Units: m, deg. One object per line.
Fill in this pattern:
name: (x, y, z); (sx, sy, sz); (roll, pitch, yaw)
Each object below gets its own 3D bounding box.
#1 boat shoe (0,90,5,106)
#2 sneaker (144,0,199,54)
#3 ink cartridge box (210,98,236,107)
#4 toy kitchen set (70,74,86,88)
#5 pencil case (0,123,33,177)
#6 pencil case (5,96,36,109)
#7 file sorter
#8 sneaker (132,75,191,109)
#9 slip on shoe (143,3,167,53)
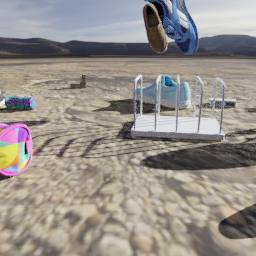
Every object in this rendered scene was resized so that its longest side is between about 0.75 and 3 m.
boat shoe: (-5.342, -1.103, 10.501); (0.940, 0.885, 2.617); (-1, 18, -9)
sneaker: (1.441, -3.564, 9.410); (1.170, 2.844, 1.052); (-44, 34, -12)
ink cartridge box: (3.872, -1.123, 11.542); (0.989, 0.347, 1.217); (4, 22, 14)
toy kitchen set: (-2.820, -2.642, 15.665); (0.846, 0.763, 0.690); (-1, 15, -17)
pencil case: (-3.096, 0.240, 5.812); (2.535, 1.120, 1.120); (12, 21, 30)
pencil case: (-4.094, -0.960, 10.641); (1.154, 0.491, 0.533); (3, 1, 10)
file sorter: (1.408, -0.665, 7.951); (2.436, 1.517, 1.690); (3, 18, 8)
sneaker: (1.364, -1.610, 11.555); (2.922, 1.197, 1.080); (16, 22, 41)
slip on shoe: (0.622, -2.306, 6.508); (0.435, 1.145, 0.347); (-13, 15, 8)
